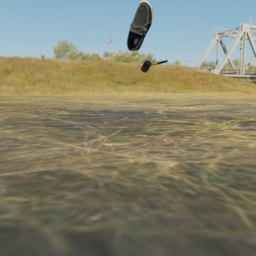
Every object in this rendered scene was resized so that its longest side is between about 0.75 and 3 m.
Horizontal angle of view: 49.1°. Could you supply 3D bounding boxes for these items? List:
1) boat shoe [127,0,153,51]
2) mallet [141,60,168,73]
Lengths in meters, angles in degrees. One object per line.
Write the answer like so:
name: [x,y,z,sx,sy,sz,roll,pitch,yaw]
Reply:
boat shoe: [0.387,-3.491,9.783,0.679,1.820,0.566,28,38,8]
mallet: [1.198,-2.762,11.871,1.508,0.310,0.497,-26,-17,-31]
